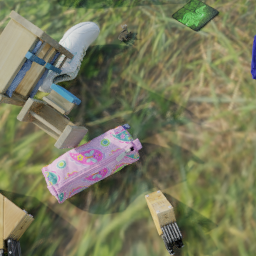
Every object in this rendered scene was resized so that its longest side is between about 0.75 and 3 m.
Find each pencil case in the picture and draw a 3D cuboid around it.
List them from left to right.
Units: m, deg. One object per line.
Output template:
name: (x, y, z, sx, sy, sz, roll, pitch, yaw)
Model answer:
pencil case: (-0.815, 0.810, 6.601, 2.286, 0.999, 0.999, -27, 64, -13)

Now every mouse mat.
mouse mat: (2.356, -3.980, 9.775, 1.126, 0.053, 1.399, 39, 68, 19)

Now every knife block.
knife block: (-3.006, 2.340, 5.944, 2.009, 0.643, 1.764, 31, 64, 15)
knife block: (0.822, 2.140, 6.271, 0.391, 1.073, 1.223, -16, 17, -10)

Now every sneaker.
sneaker: (-1.735, -2.041, 8.291, 1.092, 0.958, 2.725, 42, 75, 13)

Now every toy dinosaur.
toy dinosaur: (-0.131, -2.980, 9.133, 0.406, 0.305, 0.794, 14, 68, 23)

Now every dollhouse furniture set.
dollhouse furniture set: (-1.809, -1.031, 6.848, 2.642, 1.851, 1.862, 35, 95, 10)

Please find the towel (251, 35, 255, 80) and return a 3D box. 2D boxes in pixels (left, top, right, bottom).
towel: (5.123, -1.976, 8.381, 2.744, 0.680, 2.026, 14, 69, 7)
